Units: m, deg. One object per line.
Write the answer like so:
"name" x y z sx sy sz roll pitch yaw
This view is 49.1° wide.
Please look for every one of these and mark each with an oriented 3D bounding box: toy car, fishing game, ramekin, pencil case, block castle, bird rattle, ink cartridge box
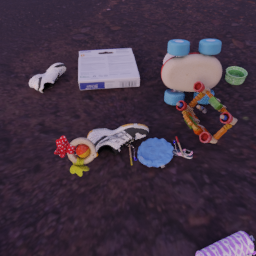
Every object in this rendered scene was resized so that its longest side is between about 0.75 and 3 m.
"toy car" 2.628 -2.825 12.707 2.549 2.656 2.881 -2 30 -2
"fishing game" 1.019 0.926 10.271 1.952 0.303 1.398 -12 44 -1
"ramekin" 5.251 -2.543 13.684 0.997 0.487 0.997 0 44 0
"pencil case" 2.615 3.354 7.505 1.601 0.672 0.685 -17 61 -14
"block castle" 2.881 -0.585 10.665 1.032 1.470 2.200 15 35 -43
"bird rattle" -1.654 0.781 9.210 1.172 1.437 0.809 -31 10 0
"ink cartridge box" -1.021 -3.013 14.085 2.881 0.635 2.934 -5 42 -5

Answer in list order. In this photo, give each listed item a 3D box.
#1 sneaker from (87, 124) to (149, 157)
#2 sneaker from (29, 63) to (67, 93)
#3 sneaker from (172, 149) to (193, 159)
"sneaker" -0.304 0.516 10.421 2.324 0.879 1.019 -11 61 -6
"sneaker" -3.671 -2.372 13.454 0.842 0.776 2.105 36 58 15
"sneaker" 1.976 0.862 10.277 0.834 0.342 0.293 11 45 12
